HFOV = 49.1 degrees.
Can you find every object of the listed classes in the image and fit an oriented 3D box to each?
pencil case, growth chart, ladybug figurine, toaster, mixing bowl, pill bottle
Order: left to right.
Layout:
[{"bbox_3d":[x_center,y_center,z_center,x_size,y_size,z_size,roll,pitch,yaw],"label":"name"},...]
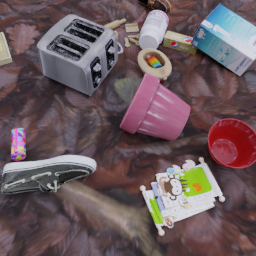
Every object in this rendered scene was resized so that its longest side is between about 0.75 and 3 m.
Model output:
[{"bbox_3d":[-3.646,0.532,9.336,0.508,0.508,1.150,-12,54,-8],"label":"pencil case"},{"bbox_3d":[-1.974,-2.902,10.955,2.702,1.603,2.443,25,58,11],"label":"toaster"},{"bbox_3d":[1.121,-4.286,12.403,1.025,1.025,1.808,14,56,10],"label":"pill bottle"},{"bbox_3d":[1.064,-2.497,11.370,1.230,0.652,1.811,-18,57,-12],"label":"ladybug figurine"},{"bbox_3d":[1.627,1.927,8.533,2.494,0.221,1.805,-21,56,-15],"label":"growth chart"},{"bbox_3d":[3.233,0.616,8.961,1.626,0.881,1.626,1,66,-2],"label":"mixing bowl"}]

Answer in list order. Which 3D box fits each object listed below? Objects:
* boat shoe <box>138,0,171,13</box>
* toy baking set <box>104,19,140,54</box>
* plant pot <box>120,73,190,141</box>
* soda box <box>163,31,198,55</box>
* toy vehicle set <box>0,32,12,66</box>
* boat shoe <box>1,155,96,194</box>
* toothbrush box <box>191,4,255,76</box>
[{"bbox_3d":[1.241,-6.213,13.979,0.723,0.724,2.056,-29,52,-25],"label":"boat shoe"},{"bbox_3d":[-0.454,-4.167,12.763,2.622,0.305,2.012,-28,59,-18],"label":"toy baking set"},{"bbox_3d":[0.955,-0.540,9.318,1.826,2.041,2.041,25,57,-2],"label":"plant pot"},{"bbox_3d":[2.345,-3.773,12.375,1.537,0.492,0.521,21,58,14],"label":"soda box"},{"bbox_3d":[-5.873,-3.401,12.252,1.201,0.256,1.933,-20,57,-14],"label":"toy vehicle set"},{"bbox_3d":[-2.355,1.500,8.410,2.859,1.011,0.910,-8,55,3],"label":"boat shoe"},{"bbox_3d":[4.239,-3.679,11.649,2.534,1.081,1.855,36,61,8],"label":"toothbrush box"}]
